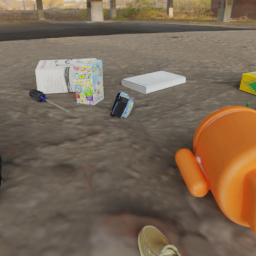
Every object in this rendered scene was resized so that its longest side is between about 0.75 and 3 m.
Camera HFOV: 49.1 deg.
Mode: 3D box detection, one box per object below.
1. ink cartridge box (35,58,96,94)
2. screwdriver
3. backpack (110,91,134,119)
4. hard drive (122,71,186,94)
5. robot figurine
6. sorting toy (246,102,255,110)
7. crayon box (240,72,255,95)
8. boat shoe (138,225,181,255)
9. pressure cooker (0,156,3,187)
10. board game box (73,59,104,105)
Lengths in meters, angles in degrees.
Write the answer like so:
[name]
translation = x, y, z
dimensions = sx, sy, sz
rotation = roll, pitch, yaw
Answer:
[ink cartridge box]
translation = -2.521, -2.250, 11.897
dimensions = 2.505, 1.056, 1.828
rotation = -4, 26, -9
[screwdriver]
translation = -2.791, -0.889, 9.940
dimensions = 0.395, 0.412, 2.831
rotation = -21, 36, -36
[backpack]
translation = -0.165, -0.750, 9.144
dimensions = 0.615, 0.766, 0.837
rotation = 21, 24, -8
[hard drive]
translation = 1.152, -2.075, 12.395
dimensions = 2.411, 0.322, 1.590
rotation = -20, 32, -35
[robot figurine]
translation = 2.160, 0.600, 5.187
dimensions = 1.693, 2.089, 2.904
rotation = 41, 17, -18
[sorting toy]
translation = 4.550, -0.685, 9.284
dimensions = 1.404, 0.484, 0.487
rotation = 1, 26, 0
[crayon box]
translation = 6.281, -1.756, 11.207
dimensions = 2.593, 0.756, 2.237
rotation = -13, 27, -25
[boat shoe]
translation = 0.555, 1.817, 3.913
dimensions = 0.518, 0.550, 1.446
rotation = -10, 27, -20
[pressure cooker]
translation = -3.507, 0.631, 4.890
dimensions = 2.106, 1.881, 1.852
rotation = 24, 37, 34
[board game box]
translation = -1.425, -1.693, 10.214
dimensions = 0.767, 1.489, 0.781
rotation = 11, 27, 21
